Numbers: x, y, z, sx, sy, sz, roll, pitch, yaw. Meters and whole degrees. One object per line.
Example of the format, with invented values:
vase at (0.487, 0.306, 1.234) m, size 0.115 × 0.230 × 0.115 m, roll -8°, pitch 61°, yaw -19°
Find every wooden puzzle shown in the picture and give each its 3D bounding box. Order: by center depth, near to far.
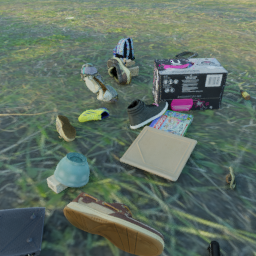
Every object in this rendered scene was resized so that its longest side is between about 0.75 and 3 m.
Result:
wooden puzzle at (1.047, 0.808, 9.357) m, size 1.951 × 0.393 × 2.109 m, roll 18°, pitch 42°, yaw 25°

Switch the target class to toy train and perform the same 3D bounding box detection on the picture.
toy train at (1.875, 3.149, 5.860) m, size 0.298 × 0.400 × 1.746 m, roll 5°, pitch 34°, yaw 8°

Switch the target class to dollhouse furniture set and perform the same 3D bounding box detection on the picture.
dollhouse furniture set at (-0.011, -3.508, 15.425) m, size 0.771 × 1.115 × 1.181 m, roll -16°, pitch 48°, yaw -23°

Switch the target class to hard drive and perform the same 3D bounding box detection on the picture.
hard drive at (-3.048, 2.596, 6.677) m, size 2.049 × 0.434 × 1.382 m, roll -5°, pitch 33°, yaw -8°

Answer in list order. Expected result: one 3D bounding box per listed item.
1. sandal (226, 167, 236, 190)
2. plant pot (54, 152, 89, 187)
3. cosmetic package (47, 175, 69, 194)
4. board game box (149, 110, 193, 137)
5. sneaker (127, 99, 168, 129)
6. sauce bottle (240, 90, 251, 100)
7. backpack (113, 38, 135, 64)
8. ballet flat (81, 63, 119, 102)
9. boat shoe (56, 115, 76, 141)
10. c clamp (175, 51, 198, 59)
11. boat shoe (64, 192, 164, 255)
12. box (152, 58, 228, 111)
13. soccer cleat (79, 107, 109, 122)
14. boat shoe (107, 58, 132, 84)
sandal at (3.092, 1.533, 8.450) m, size 0.272 × 0.378 × 0.952 m, roll -9°, pitch 23°, yaw 19°
plant pot at (-1.603, 1.166, 8.350) m, size 1.044 × 0.699 × 1.044 m, roll 16°, pitch 21°, yaw -6°
cosmetic package at (-1.901, 1.511, 8.435) m, size 0.484 × 0.342 × 0.934 m, roll 26°, pitch 42°, yaw 34°
board game box at (1.631, -0.063, 10.899) m, size 1.339 × 0.290 × 1.989 m, roll 15°, pitch 36°, yaw 20°
sneaker at (0.766, -0.821, 11.089) m, size 1.913 × 0.949 × 0.676 m, roll -32°, pitch 26°, yaw -22°
sauce bottle at (5.541, -1.598, 13.278) m, size 0.259 × 0.259 × 0.784 m, roll -3°, pitch 35°, yaw -4°
backpack at (-0.247, -4.707, 16.925) m, size 0.995 × 1.480 × 1.351 m, roll 18°, pitch 38°, yaw 25°
ballet flat at (-1.231, -1.668, 11.960) m, size 0.856 × 2.381 × 0.856 m, roll -21°, pitch 45°, yaw 23°
boat shoe at (-2.376, 0.085, 10.596) m, size 0.565 × 0.483 × 1.542 m, roll 12°, pitch 27°, yaw -32°
c clamp at (3.848, -4.559, 17.903) m, size 1.525 × 0.242 × 1.785 m, roll 17°, pitch 38°, yaw 32°
boat shoe at (-0.275, 2.211, 6.862) m, size 2.644 × 0.954 × 0.952 m, roll 10°, pitch 35°, yaw 26°
box at (2.582, -1.959, 12.326) m, size 2.832 × 1.871 × 1.625 m, roll -3°, pitch 35°, yaw -5°
soccer cleat at (-1.372, -0.498, 11.459) m, size 1.311 × 0.424 × 0.548 m, roll -19°, pitch 48°, yaw -24°
boat shoe at (-0.660, -3.101, 15.007) m, size 0.827 × 0.899 × 2.517 m, roll -11°, pitch 39°, yaw -25°
